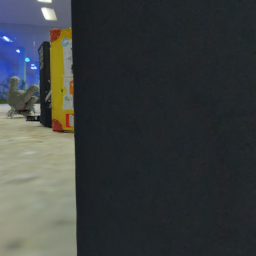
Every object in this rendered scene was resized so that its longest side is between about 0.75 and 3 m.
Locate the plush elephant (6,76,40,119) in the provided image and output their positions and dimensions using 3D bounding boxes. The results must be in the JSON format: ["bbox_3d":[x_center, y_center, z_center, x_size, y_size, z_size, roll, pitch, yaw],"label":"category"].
[{"bbox_3d":[-4.245,-1.023,11.642,1.432,1.739,1.346,15,-12,17],"label":"plush elephant"}]

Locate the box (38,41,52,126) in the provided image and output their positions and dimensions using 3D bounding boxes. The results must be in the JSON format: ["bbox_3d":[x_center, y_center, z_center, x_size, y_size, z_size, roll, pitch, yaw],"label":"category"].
[{"bbox_3d":[-1.331,-1.245,8.447,2.512,2.287,1.308,-3,7,-24],"label":"box"}]

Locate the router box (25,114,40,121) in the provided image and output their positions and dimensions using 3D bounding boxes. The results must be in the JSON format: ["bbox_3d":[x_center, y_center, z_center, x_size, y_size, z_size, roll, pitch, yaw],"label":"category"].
[{"bbox_3d":[-3.189,-0.384,10.141,0.654,0.224,0.877,1,6,10],"label":"router box"}]

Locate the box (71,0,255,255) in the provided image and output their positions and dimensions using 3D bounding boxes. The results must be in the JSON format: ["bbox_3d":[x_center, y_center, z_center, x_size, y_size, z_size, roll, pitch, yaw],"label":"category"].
[{"bbox_3d":[0.980,-0.429,1.206,2.173,2.137,1.276,-6,8,-44],"label":"box"}]

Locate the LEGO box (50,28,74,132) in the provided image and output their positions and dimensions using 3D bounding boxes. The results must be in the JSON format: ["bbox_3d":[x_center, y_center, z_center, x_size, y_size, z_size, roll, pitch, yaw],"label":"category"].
[{"bbox_3d":[-0.820,-1.082,6.520,1.758,2.361,0.911,3,7,21],"label":"LEGO box"}]
